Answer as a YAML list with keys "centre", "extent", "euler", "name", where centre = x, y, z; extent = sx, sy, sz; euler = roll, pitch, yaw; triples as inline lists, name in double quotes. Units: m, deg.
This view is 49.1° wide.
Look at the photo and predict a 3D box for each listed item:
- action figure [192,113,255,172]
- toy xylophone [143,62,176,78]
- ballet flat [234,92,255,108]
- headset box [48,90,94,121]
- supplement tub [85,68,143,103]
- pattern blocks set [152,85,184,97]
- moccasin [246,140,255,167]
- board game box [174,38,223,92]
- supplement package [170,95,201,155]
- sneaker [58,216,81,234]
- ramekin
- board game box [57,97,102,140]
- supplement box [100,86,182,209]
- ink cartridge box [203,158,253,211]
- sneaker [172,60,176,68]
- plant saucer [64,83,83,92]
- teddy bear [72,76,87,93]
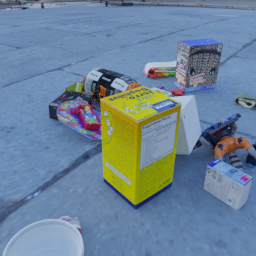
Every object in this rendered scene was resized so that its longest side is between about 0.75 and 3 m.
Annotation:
- centre: [3.068, 0.723, 9.746]
  extent: [2.594, 1.357, 2.509]
  euler: [-28, 22, 11]
  name: "action figure"
- centre: [2.207, -3.485, 17.045]
  extent: [2.582, 0.649, 1.891]
  euler: [1, 30, 1]
  name: "toy xylophone"
- centre: [6.054, -1.110, 13.127]
  extent: [2.157, 0.727, 0.687]
  euler: [26, 66, 38]
  name: "ballet flat"
- centre: [-2.527, -0.926, 12.536]
  extent: [1.434, 0.723, 1.929]
  euler: [12, 32, 13]
  name: "headset box"
- centre: [-0.613, -1.781, 13.132]
  extent: [2.668, 1.634, 1.634]
  euler: [24, 38, 37]
  name: "supplement tub"
- centre: [1.373, -1.629, 14.278]
  extent: [2.546, 0.235, 2.896]
  euler: [15, 34, 24]
  name: "pattern blocks set"
- centre: [4.560, 0.823, 9.786]
  extent: [0.607, 0.514, 1.509]
  euler: [16, 34, 25]
  name: "moccasin"
- centre: [3.731, -3.379, 15.039]
  extent: [1.973, 2.474, 1.198]
  euler: [-11, 32, -18]
  name: "board game box"
- centre: [0.991, -0.094, 9.665]
  extent: [2.576, 1.511, 1.506]
  euler: [-2, 25, 32]
  name: "supplement package"
- centre: [-1.674, 2.480, 7.114]
  extent: [0.993, 0.404, 0.438]
  euler: [5, 28, -7]
  name: "sneaker"
- centre: [-1.728, 2.864, 5.945]
  extent: [1.640, 0.861, 1.640]
  euler: [0, 30, 0]
  name: "ramekin"
- centre: [-1.619, -0.498, 11.160]
  extent: [2.365, 0.460, 1.868]
  euler: [30, 32, 1]
  name: "board game box"
- centre: [0.306, 0.514, 7.962]
  extent: [1.564, 2.873, 1.574]
  euler: [-22, 38, -34]
  name: "supplement box"
- centre: [2.762, 1.543, 8.107]
  extent: [0.536, 0.958, 1.404]
  euler: [-24, 38, -35]
  name: "ink cartridge box"
- centre: [3.528, -4.274, 18.618]
  extent: [1.450, 0.547, 0.554]
  euler: [-23, 43, -16]
  name: "sneaker"
- centre: [-2.829, -1.847, 14.024]
  extent: [1.051, 0.252, 1.052]
  euler: [-19, 41, 17]
  name: "plant saucer"
- centre: [-2.313, -1.958, 14.584]
  extent: [1.463, 0.674, 2.018]
  euler: [-4, 37, 8]
  name: "teddy bear"
